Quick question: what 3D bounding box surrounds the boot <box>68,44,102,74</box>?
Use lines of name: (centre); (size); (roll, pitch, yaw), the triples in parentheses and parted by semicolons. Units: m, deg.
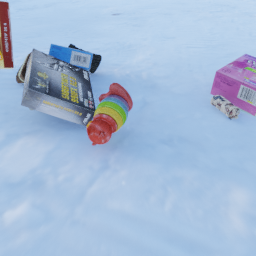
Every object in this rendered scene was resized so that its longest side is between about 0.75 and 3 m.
boot: (-2.044, -2.673, 11.615); (1.396, 0.702, 1.867); (15, -18, -30)

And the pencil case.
pencil case: (3.054, -0.674, 8.858); (0.418, 0.481, 1.075); (-28, 36, -4)

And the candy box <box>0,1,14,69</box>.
candy box: (-3.793, -2.415, 7.610); (0.749, 1.563, 2.708); (-7, 15, -32)

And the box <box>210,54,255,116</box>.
box: (4.086, -1.514, 9.368); (1.924, 0.930, 1.692); (-30, 50, -32)

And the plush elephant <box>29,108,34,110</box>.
plush elephant: (-2.644, -0.890, 8.828); (0.890, 1.081, 0.837); (-3, 66, 30)

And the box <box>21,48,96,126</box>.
box: (-2.044, -1.264, 8.365); (1.939, 0.592, 2.449); (20, 32, -27)

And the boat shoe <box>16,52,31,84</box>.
boat shoe: (-3.957, -2.417, 11.085); (0.640, 0.639, 1.731); (-22, 36, 36)

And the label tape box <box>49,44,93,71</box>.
label tape box: (-2.176, -2.458, 10.365); (1.452, 0.637, 2.014); (10, 2, -15)

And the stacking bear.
stacking bear: (-0.533, -0.246, 7.227); (0.912, 0.974, 1.604); (39, 47, -13)
